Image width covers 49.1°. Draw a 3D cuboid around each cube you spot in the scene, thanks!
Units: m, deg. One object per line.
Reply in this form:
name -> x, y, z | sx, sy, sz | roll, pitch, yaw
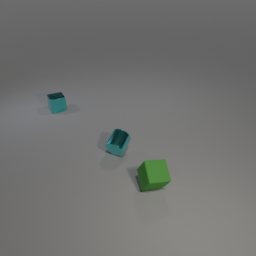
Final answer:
cube -> 0.758, 1.400, 8.346 | 0.700, 0.700, 0.700 | -1, 61, -20
cube -> -3.291, -1.172, 12.967 | 0.700, 0.700, 0.700 | -15, 34, -23

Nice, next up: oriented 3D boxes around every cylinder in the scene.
cylinder -> -0.351, 0.506, 9.948 | 0.700, 0.700, 0.700 | 14, 57, 22
